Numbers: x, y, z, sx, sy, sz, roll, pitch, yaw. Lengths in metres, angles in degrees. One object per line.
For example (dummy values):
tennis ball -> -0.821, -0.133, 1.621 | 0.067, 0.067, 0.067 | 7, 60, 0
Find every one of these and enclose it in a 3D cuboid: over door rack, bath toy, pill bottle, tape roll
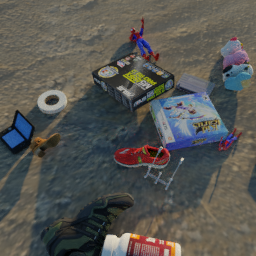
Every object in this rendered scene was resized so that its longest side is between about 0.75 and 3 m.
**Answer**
over door rack -> 1.186, 1.357, 9.411 | 0.898, 0.405, 1.215 | 29, 95, 12
bath toy -> 4.958, -3.046, 12.774 | 1.274, 1.083, 2.930 | 6, 52, 4
pill bottle -> 0.341, 3.556, 7.640 | 2.045, 1.155, 1.155 | 10, 53, 6
tape roll -> -3.193, -1.105, 11.810 | 1.210, 0.221, 1.210 | 0, 53, 0

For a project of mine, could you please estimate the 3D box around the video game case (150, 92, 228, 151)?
video game case -> 2.308, -0.329, 10.997 | 2.436, 0.554, 2.208 | -10, 53, -8

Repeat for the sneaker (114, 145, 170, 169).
sneaker -> 0.484, 0.892, 9.877 | 1.992, 0.846, 0.767 | 2, 52, 1

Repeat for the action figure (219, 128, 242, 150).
action figure -> 3.807, 0.377, 10.461 | 1.232, 0.610, 0.402 | -38, 61, -23

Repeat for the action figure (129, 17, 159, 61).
action figure -> 0.688, -4.471, 13.810 | 0.837, 1.270, 2.566 | -18, 52, -14

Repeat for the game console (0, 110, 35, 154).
game console -> -4.221, 0.141, 10.522 | 1.131, 0.748, 1.286 | -38, 61, -26

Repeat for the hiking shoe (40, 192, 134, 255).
hiking shoe -> -0.977, 3.035, 8.235 | 2.913, 1.103, 1.467 | -27, 65, -9

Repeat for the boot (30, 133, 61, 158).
boot -> -3.054, 0.531, 10.271 | 0.878, 0.434, 1.130 | 26, 75, 47

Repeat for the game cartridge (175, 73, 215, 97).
game cartridge -> 2.975, -1.867, 12.387 | 1.508, 0.290, 0.978 | 25, 52, 18

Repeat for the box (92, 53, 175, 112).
box -> 0.183, -2.074, 11.957 | 2.315, 0.640, 2.890 | -30, 47, -22
